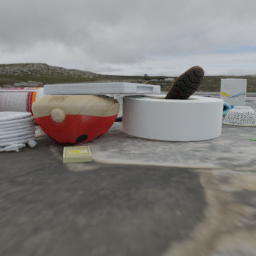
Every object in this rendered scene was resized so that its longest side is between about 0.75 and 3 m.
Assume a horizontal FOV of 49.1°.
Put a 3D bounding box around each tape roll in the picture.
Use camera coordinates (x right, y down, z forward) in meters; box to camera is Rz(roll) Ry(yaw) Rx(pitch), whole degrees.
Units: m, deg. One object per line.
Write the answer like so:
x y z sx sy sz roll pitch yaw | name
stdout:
1.210 -0.384 7.973 2.829 0.989 2.829 1 10 0 | tape roll

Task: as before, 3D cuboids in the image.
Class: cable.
-3.192 0.030 6.395 2.069 0.716 2.069 -3 10 -21 | cable

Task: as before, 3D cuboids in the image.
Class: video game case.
-0.526 -1.064 7.793 2.143 0.270 2.993 2 7 22 | video game case

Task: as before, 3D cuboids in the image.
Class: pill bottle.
-3.973 -0.774 9.747 2.292 1.256 1.256 0 9 2 | pill bottle

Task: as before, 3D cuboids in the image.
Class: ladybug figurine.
-1.241 -0.281 7.045 2.033 1.078 2.995 1 7 11 | ladybug figurine

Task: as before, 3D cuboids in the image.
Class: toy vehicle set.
-0.983 0.500 5.412 0.507 0.108 0.817 -2 9 -11 | toy vehicle set

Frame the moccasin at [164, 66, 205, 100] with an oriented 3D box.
1.471 -1.001 7.582 0.633 1.732 0.668 32 44 5 | moccasin

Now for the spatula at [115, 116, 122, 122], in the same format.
-0.871 -0.370 10.300 2.660 0.273 0.752 1 6 -7 | spatula

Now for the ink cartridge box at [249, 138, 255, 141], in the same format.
4.089 -0.001 7.091 1.919 0.569 0.996 -5 11 -31 | ink cartridge box

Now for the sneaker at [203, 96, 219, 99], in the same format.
3.797 -1.144 13.750 0.893 0.803 2.171 5 3 35 | sneaker

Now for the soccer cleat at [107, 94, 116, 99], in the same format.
-1.475 -1.759 17.484 0.619 0.765 1.772 9 13 44 | soccer cleat

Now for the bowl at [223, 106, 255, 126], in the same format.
4.013 -0.455 9.856 1.279 0.600 1.279 0 10 0 | bowl

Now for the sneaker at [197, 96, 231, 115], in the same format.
3.330 -0.926 11.857 2.421 0.895 0.992 -5 6 -27 | sneaker

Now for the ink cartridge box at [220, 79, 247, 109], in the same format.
5.183 -1.613 13.826 1.170 1.618 1.191 4 10 21 | ink cartridge box
